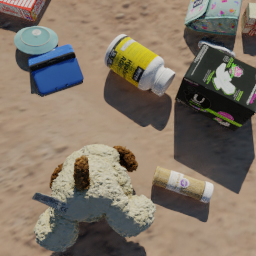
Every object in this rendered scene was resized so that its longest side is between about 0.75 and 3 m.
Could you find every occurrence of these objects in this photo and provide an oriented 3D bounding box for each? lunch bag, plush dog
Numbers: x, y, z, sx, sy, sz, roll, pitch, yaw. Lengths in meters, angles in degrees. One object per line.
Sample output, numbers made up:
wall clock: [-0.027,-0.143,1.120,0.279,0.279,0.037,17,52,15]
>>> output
lunch bag: [2.829,-3.957,9.279,1.715,1.046,1.461,11,75,20]
plush dog: [-0.939,1.232,6.792,2.826,2.427,2.267,-12,113,-2]

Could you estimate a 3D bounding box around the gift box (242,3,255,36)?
gift box: [4.295,-3.598,9.276,0.848,0.783,0.792,5,68,7]

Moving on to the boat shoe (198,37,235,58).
boat shoe: [2.930,-2.637,9.140,1.255,0.439,0.416,25,73,17]

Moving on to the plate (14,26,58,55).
plate: [-3.014,-2.949,9.177,1.401,0.179,1.401,3,57,-5]

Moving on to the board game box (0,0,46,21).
board game box: [-3.675,-5.009,9.911,1.726,0.528,2.279,16,71,6]

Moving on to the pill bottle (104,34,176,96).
pill bottle: [0.377,-1.848,8.457,2.018,1.123,1.123,35,74,11]

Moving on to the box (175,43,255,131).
box: [2.620,-1.102,7.963,2.058,1.529,1.280,30,73,10]

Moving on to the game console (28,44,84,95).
game console: [-2.320,-1.916,9.004,1.467,0.868,1.252,-20,40,-7]

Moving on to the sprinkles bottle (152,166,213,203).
sprinkles bottle: [1.455,1.514,7.545,1.572,0.536,0.536,18,71,7]
